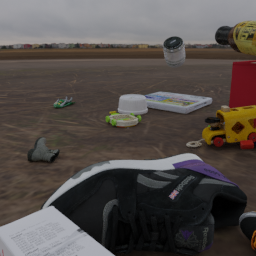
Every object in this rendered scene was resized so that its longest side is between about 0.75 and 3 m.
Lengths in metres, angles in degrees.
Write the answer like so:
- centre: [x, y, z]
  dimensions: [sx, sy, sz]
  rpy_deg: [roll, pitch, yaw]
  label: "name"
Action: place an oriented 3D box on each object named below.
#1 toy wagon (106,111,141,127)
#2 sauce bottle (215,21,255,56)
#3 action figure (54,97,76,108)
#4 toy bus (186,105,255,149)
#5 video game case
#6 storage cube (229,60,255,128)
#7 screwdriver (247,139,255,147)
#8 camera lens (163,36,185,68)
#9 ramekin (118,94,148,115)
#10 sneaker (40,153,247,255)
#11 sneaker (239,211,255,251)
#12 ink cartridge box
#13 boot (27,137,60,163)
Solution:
- centre: [-0.192, -0.268, 8.019]
  dimensions: [0.870, 0.222, 1.121]
  rpy_deg: [-9, 18, -28]
  label: "toy wagon"
- centre: [2.769, -1.996, 6.232]
  dimensions: [0.747, 0.747, 2.307]
  rpy_deg: [-5, 21, -18]
  label: "sauce bottle"
- centre: [-2.382, -0.914, 10.152]
  dimensions: [0.612, 0.283, 1.036]
  rpy_deg: [8, 21, 15]
  label: "action figure"
- centre: [2.173, -0.094, 6.060]
  dimensions: [1.388, 0.760, 1.471]
  rpy_deg: [5, 19, 45]
  label: "toy bus"
- centre: [1.590, -0.981, 10.365]
  dimensions: [2.332, 0.257, 2.122]
  rpy_deg: [13, 21, 36]
  label: "video game case"
- centre: [3.716, -0.766, 7.005]
  dimensions: [1.669, 1.755, 1.952]
  rpy_deg: [-14, 20, -38]
  label: "storage cube"
- centre: [2.696, 0.455, 5.611]
  dimensions: [0.278, 0.290, 1.994]
  rpy_deg: [2, 20, 9]
  label: "screwdriver"
- centre: [1.618, -2.660, 9.774]
  dimensions: [0.726, 0.908, 0.726]
  rpy_deg: [-8, 55, 11]
  label: "camera lens"
- centre: [0.160, -0.797, 9.267]
  dimensions: [0.996, 0.523, 0.996]
  rpy_deg: [0, 16, 0]
  label: "ramekin"
- centre: [0.313, 0.888, 3.001]
  dimensions: [2.475, 0.937, 1.084]
  rpy_deg: [-11, 25, -33]
  label: "sneaker"
- centre: [1.438, 1.207, 2.659]
  dimensions: [0.456, 0.462, 1.180]
  rpy_deg: [-10, 20, -16]
  label: "sneaker"
- centre: [-0.508, 1.174, 2.011]
  dimensions: [0.506, 0.865, 1.491]
  rpy_deg: [-15, 22, -41]
  label: "ink cartridge box"
- centre: [-1.614, 0.457, 5.584]
  dimensions: [0.536, 0.278, 0.820]
  rpy_deg: [5, 24, 0]
  label: "boot"
